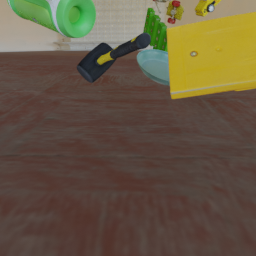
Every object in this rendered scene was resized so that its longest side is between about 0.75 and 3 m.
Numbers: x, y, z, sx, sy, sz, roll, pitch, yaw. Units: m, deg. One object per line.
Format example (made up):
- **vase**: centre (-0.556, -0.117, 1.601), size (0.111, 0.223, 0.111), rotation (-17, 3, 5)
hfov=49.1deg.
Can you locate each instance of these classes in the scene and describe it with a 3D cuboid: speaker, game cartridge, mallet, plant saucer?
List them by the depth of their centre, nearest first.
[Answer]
- **mallet**: centre (-0.312, -1.058, 4.331), size (0.723, 0.452, 2.195), rotation (-45, 19, -6)
- **game cartridge**: centre (1.512, -1.225, 4.657), size (1.687, 0.274, 1.487), rotation (-5, 60, 13)
- **speaker**: centre (-1.982, -3.047, 6.989), size (2.581, 1.141, 1.141), rotation (31, 34, 33)
- **plant saucer**: centre (0.927, -1.529, 7.254), size (1.530, 0.275, 1.530), rotation (11, 41, -10)

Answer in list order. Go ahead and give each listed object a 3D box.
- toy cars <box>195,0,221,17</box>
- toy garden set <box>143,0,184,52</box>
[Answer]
- **toy cars**: centre (1.858, -2.570, 4.965), size (1.595, 0.353, 0.715), rotation (-17, 43, 41)
- **toy garden set**: centre (1.098, -3.288, 8.696), size (0.418, 1.746, 2.095), rotation (-3, 44, -16)
